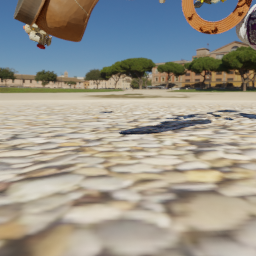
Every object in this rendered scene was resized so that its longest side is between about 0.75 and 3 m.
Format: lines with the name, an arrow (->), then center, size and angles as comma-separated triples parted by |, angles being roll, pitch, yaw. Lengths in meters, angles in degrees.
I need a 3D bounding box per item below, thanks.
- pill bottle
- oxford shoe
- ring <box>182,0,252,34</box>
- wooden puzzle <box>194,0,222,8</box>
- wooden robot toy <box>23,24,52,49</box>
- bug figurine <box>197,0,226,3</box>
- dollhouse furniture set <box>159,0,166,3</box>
pill bottle -> 3.629, -2.426, 6.640 | 1.315, 1.315, 2.343 | -1, 20, -12
oxford shoe -> -0.358, -2.401, 3.378 | 1.001, 2.808, 1.002 | 22, 15, -30
ring -> 2.267, -3.408, 7.299 | 1.846, 1.846, 0.177 | 4, 15, 30
wooden puzzle -> 2.710, -4.160, 8.409 | 2.027, 0.142, 1.202 | -35, 43, -5
wooden robot toy -> -3.082, -3.115, 9.198 | 0.828, 0.803, 1.824 | 17, 4, -3
bug figurine -> 1.940, -3.382, 5.368 | 2.390, 1.853, 0.615 | -17, -1, -25
dollhouse furniture set -> 0.146, -3.095, 4.679 | 1.367, 1.930, 2.101 | 12, 49, 6
